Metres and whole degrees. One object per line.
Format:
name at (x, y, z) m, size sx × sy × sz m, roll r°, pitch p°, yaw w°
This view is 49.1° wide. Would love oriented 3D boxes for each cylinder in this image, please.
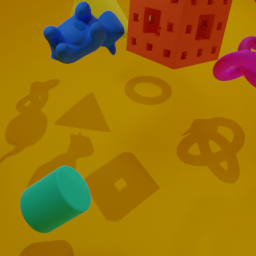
cylinder at (-1.209, 1.203, 4.742) m, size 0.845 × 0.845 × 0.845 m, roll -33°, pitch 55°, yaw 15°

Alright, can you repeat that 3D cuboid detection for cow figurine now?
cow figurine at (-0.809, -1.762, 5.497) m, size 1.575 × 1.550 × 0.865 m, roll -35°, pitch 89°, yaw -4°

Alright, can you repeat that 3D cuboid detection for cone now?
cone at (-0.335, -2.429, 6.583) m, size 1.430 × 1.425 × 1.425 m, roll 35°, pitch 61°, yaw 20°

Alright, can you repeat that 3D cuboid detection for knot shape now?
knot shape at (2.972, -1.395, 6.057) m, size 1.893 × 0.874 × 1.771 m, roll -23°, pitch 30°, yaw -20°

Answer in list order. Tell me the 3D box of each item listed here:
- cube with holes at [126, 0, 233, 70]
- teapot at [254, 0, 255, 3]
cube with holes at (0.841, -1.835, 4.789) m, size 1.192 × 1.192 × 1.192 m, roll -19°, pitch 38°, yaw -35°
teapot at (2.948, -2.874, 5.894) m, size 0.555 × 1.133 × 0.705 m, roll -53°, pitch 30°, yaw -14°
